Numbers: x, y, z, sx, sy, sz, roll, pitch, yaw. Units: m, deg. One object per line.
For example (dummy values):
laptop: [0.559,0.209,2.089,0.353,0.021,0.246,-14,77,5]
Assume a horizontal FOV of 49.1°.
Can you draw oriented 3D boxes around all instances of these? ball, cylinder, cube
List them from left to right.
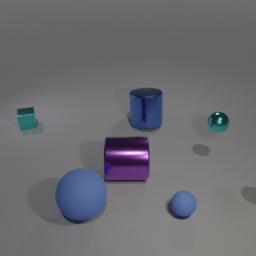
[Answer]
cube: [-4.362,-0.414,12.086,0.700,0.700,0.700,-9,33,-15]
ball: [-1.282,1.815,7.715,1.400,1.400,1.400,0,32,0]
cylinder: [-0.045,0.981,9.123,1.400,1.400,1.400,0,32,0]
cylinder: [0.777,-0.876,11.968,1.400,1.400,1.400,-2,22,1]
ball: [1.552,2.098,7.786,0.700,0.700,0.700,0,32,0]
ball: [2.932,-0.184,9.089,0.700,0.700,0.700,0,32,0]
